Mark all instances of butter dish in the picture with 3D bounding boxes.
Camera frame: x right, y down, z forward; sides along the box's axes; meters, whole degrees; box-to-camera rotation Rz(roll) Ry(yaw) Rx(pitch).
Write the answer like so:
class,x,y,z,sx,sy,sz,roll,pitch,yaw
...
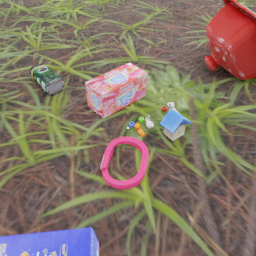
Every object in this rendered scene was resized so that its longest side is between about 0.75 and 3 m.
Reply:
class,x,y,z,sx,sy,sz,roll,pitch,yaw
butter dish,3.903,-2.972,10.478,2.174,2.934,2.942,-33,42,16

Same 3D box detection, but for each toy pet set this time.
class,x,y,z,sx,sy,sz,roll,pitch,yaw
toy pet set,1.032,-0.309,8.469,1.543,0.820,1.441,-27,49,-26

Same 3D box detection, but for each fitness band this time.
class,x,y,z,sx,sy,sz,roll,pitch,yaw
fitness band,-0.071,0.908,7.567,1.191,0.310,1.659,10,45,7

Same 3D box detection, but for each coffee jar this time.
class,x,y,z,sx,sy,sz,roll,pitch,yaw
coffee jar,-2.988,-1.820,10.241,0.758,0.620,1.453,-29,50,-27

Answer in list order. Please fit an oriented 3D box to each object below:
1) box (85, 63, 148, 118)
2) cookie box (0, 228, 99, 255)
class,x,y,z,sx,sy,sz,roll,pitch,yaw
box,-0.359,-1.284,9.401,1.955,1.003,0.926,-30,51,-30
cookie box,-1.664,2.892,4.714,2.309,0.868,1.975,-6,50,1
